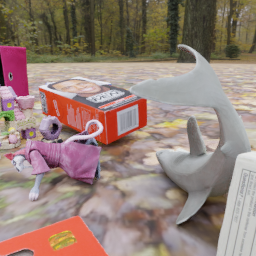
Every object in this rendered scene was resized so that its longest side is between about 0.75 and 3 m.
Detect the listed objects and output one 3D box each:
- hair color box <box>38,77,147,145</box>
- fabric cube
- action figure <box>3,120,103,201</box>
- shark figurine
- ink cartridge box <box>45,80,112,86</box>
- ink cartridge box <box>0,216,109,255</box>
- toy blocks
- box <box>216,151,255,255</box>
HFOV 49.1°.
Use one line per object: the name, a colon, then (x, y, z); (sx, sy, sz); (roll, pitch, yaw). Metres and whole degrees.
hair color box: (-0.953, -0.570, 7.073); (2.706, 0.829, 1.373); (20, 33, 40)
fabric cube: (-5.457, -2.069, 11.096); (2.309, 2.265, 2.302); (0, 14, 3)
action figure: (-1.152, 0.435, 4.459); (1.515, 1.128, 1.015); (8, 17, -25)
shark figurine: (0.878, 0.538, 3.410); (1.803, 3.017, 1.259); (38, 73, 20)
ink cartridge box: (-2.058, -1.278, 10.683); (2.401, 0.916, 1.638); (-10, 18, -36)
ink cartridge box: (-0.780, 1.359, 1.794); (2.232, 0.659, 2.788); (-10, 20, -31)
toy blocks: (-2.778, -0.406, 6.219); (1.976, 1.663, 1.846); (11, 19, 35)
box: (1.998, 0.979, 2.011); (2.387, 1.133, 0.928); (16, 9, 38)
